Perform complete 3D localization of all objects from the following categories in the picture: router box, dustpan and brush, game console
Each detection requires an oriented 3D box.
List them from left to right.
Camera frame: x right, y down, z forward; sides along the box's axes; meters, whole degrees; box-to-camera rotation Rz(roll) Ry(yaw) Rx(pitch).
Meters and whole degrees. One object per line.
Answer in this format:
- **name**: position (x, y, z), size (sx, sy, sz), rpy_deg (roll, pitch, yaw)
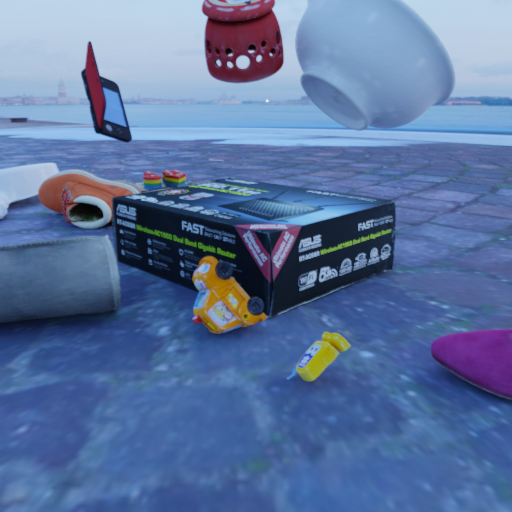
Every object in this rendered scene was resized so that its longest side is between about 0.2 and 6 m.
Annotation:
- **dustpan and brush**: position (-6.261, -1.556, 13.775), size (2.688, 1.102, 3.851), rpy_deg (-13, 12, -14)
- **game console**: position (-3.018, -3.353, 11.600), size (0.940, 1.584, 1.365), rpy_deg (-28, -21, 31)
- **router box**: position (-0.113, -0.382, 9.025), size (3.776, 1.173, 2.829), rpy_deg (16, 22, 43)

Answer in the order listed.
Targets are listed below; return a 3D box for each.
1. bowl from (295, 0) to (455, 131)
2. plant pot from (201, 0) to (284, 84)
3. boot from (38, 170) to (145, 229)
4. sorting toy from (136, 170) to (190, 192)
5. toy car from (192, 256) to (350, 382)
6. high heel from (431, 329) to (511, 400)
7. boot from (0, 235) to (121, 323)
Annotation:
- **bowl**: position (1.981, -3.581, 11.015), size (3.465, 1.557, 3.465), rpy_deg (37, -2, 2)
- **plant pot**: position (-0.248, -4.182, 10.467), size (1.516, 1.380, 1.516), rpy_deg (-2, 43, 2)
- **boot**: position (-3.955, -1.219, 12.325), size (2.785, 1.045, 1.493), rpy_deg (8, 23, 23)
- **sorting toy**: position (-2.687, -2.159, 16.301), size (1.467, 0.511, 1.458), rpy_deg (-5, 17, -19)
- **toy car**: position (-0.098, 0.648, 6.014), size (0.716, 1.056, 2.153), rpy_deg (-44, 27, -18)
- **high heel**: position (3.166, 0.640, 5.082), size (2.958, 1.422, 0.997), rpy_deg (5, 17, 16)
- **boot**: position (-3.393, 0.523, 6.237), size (3.669, 1.331, 3.336), rpy_deg (3, 17, -14)
